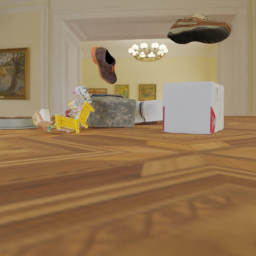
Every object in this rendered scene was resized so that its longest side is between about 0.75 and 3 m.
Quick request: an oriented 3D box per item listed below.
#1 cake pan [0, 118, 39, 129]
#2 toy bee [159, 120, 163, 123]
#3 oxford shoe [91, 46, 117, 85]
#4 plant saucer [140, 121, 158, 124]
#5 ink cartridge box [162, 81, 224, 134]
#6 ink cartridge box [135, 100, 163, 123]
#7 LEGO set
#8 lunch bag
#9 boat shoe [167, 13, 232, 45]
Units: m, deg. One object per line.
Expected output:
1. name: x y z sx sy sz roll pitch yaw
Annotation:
1. cake pan: -4.839 -0.206 11.669 2.143 0.393 2.143 0 4 0
2. toy bee: 2.120 -0.639 16.152 0.896 0.744 1.369 -8 7 -37
3. oxford shoe: -1.086 -3.351 15.533 0.968 0.950 2.670 9 -27 28
4. plant saucer: 1.138 -0.295 15.161 1.011 0.174 1.011 1 4 0
5. ink cartridge box: 2.231 -0.662 9.274 1.556 1.563 2.151 2 4 28
6. ink cartridge box: 0.697 -0.878 14.821 2.494 1.044 1.810 -5 6 11
7. LEGO set: -2.077 -0.319 8.942 1.017 1.257 2.734 -16 18 31
8. lunch bag: -0.932 -0.813 12.320 1.882 1.349 2.295 0 10 -24
9. boat shoe: 2.236 -3.272 9.006 0.878 0.857 2.321 25 -4 -41
